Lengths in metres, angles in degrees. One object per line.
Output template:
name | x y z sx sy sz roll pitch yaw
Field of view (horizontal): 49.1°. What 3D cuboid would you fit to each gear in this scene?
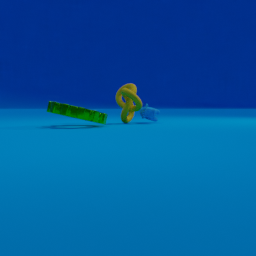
gear | -1.354 -0.398 7.557 1.578 0.292 1.578 12 -1 0

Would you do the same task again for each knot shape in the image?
knot shape | -0.010 -0.908 8.988 0.602 1.218 1.302 -3 -38 -16

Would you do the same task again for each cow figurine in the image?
cow figurine | 0.637 -0.508 9.264 0.909 0.507 0.924 16 2 -40
